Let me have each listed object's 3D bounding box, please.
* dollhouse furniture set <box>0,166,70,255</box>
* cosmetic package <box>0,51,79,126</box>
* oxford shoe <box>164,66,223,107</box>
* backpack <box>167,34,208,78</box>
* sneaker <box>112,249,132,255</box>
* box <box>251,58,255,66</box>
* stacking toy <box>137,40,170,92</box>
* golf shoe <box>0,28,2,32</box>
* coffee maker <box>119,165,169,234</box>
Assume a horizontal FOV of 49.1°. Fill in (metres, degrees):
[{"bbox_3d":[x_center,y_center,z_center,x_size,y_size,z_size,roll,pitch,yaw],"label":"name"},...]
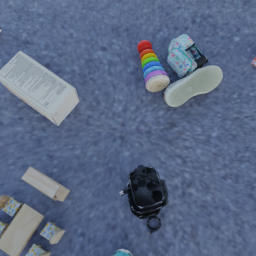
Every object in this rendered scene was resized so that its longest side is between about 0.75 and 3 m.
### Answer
[{"bbox_3d":[-3.118,2.719,8.790,2.241,1.698,2.557,29,73,9],"label":"dollhouse furniture set"},{"bbox_3d":[-3.332,-1.476,10.521,2.680,1.169,1.385,36,74,12],"label":"cosmetic package"},{"bbox_3d":[2.470,-1.655,10.792,2.703,0.781,1.016,-29,107,-14],"label":"oxford shoe"},{"bbox_3d":[2.177,-2.798,10.891,1.121,1.322,1.489,-29,80,-12],"label":"backpack"},{"bbox_3d":[-0.546,5.104,8.261,1.131,1.162,2.918,13,72,5],"label":"sneaker"},{"bbox_3d":[5.590,-2.936,11.379,0.533,0.491,1.038,41,76,13],"label":"box"},{"bbox_3d":[0.912,-2.570,11.125,0.940,0.940,2.203,-13,66,-4],"label":"stacking toy"},{"bbox_3d":[-5.784,-3.702,11.705,1.320,0.513,0.623,-36,90,-8],"label":"golf shoe"},{"bbox_3d":[0.667,2.247,8.822,1.315,1.952,1.875,-35,74,-10],"label":"coffee maker"}]
